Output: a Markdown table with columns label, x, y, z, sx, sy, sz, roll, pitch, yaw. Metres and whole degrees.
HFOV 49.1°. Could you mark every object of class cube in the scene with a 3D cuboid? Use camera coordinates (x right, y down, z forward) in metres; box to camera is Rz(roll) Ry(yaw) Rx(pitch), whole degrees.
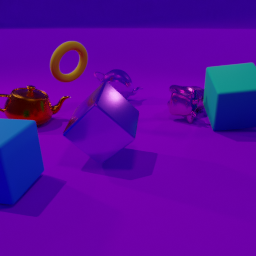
| label | x | y | z | sx | sy | sz | roll | pitch | yaw |
| --- | --- | --- | --- | --- | --- | --- | --- | --- | --- |
| cube | -2.109 | 0.491 | 4.547 | 1.002 | 1.002 | 1.002 | 3 | 24 | 12 |
| cube | 2.647 | -0.784 | 7.043 | 1.185 | 1.185 | 1.185 | -5 | 42 | 3 |
| cube | -0.483 | -0.098 | 5.428 | 0.980 | 0.980 | 0.980 | -39 | 21 | 28 |

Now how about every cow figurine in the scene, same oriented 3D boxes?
| label | x | y | z | sx | sy | sz | roll | pitch | yaw |
| --- | --- | --- | --- | --- | --- | --- | --- | --- | --- |
| cow figurine | 1.827 | -0.773 | 8.126 | 1.705 | 0.936 | 1.678 | -5 | 19 | -26 |

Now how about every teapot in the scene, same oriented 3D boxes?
| label | x | y | z | sx | sy | sz | roll | pitch | yaw |
| --- | --- | --- | --- | --- | --- | --- | --- | --- | --- |
| teapot | -0.311 | -1.473 | 9.436 | 1.804 | 1.121 | 0.883 | 19 | 45 | -13 |
| teapot | -2.539 | -0.641 | 7.421 | 2.005 | 0.982 | 1.247 | 2 | 26 | -27 |

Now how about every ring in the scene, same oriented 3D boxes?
| label | x | y | z | sx | sy | sz | roll | pitch | yaw |
| --- | --- | --- | --- | --- | --- | --- | --- | --- | --- |
| ring | -1.512 | -1.697 | 7.260 | 1.122 | 1.122 | 0.224 | -21 | 47 | -42 |
